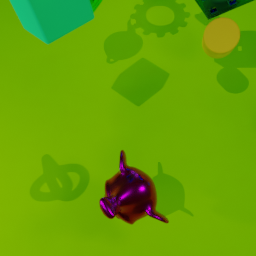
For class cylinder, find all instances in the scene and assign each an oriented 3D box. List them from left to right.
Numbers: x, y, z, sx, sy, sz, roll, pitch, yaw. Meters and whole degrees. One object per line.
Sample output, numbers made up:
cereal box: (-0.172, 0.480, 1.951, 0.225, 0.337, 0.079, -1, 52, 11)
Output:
cylinder: (2.155, -2.085, 6.570, 0.783, 0.783, 0.783, 1, 95, 12)

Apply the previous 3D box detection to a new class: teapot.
teapot: (-1.251, -3.411, 7.373, 0.970, 1.232, 1.982, 37, 66, -20)

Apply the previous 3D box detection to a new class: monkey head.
monkey head: (0.021, 1.325, 5.542, 1.034, 1.234, 1.716, -36, 76, 9)

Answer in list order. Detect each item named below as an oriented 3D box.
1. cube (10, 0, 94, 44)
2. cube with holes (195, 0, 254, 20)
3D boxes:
cube: (-1.470, -2.404, 5.129, 1.091, 1.091, 1.091, -37, 50, -18)
cube with holes: (2.058, -3.478, 6.006, 1.299, 1.299, 1.299, -12, 61, 38)
